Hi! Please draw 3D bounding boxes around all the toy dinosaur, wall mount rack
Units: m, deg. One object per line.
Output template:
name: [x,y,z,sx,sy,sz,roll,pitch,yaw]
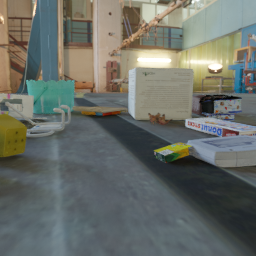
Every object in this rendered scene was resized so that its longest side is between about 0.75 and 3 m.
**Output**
toy dinosaur: [1.286,-0.309,11.430,1.064,0.456,0.721,16,20,1]
wall mount rack: [-3.307,-0.366,9.796,2.391,1.026,2.752,-1,8,-5]

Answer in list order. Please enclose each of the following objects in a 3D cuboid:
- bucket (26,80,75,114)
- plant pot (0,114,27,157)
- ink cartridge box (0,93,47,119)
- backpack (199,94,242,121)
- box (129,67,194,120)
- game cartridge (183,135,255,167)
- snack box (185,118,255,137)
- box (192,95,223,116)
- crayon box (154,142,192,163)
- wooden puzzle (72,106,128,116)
bucket: [-4.525,-1.904,16.585,2.915,1.896,2.915,0,9,0]
plant pot: [-2.844,0.214,6.364,0.817,0.927,0.927,12,9,22]
ink cartridge box: [-5.164,-0.936,12.050,2.996,1.009,1.755,2,0,-33]
backpack: [4.025,-0.843,11.943,1.557,1.259,1.634,-10,8,0]
box: [1.477,-1.707,13.761,2.768,2.371,2.755,1,9,-6]
game cartridge: [2.524,0.503,6.473,2.102,0.430,1.399,-4,6,-22]
snack box: [3.210,-0.006,9.594,1.078,0.365,3.000,-3,10,-19]
box: [4.320,-1.306,15.626,1.416,1.060,2.828,-1,11,-9]
crayon box: [1.034,0.547,6.374,0.767,0.195,0.487,-15,14,-22]
wooden puzzle: [-1.516,-0.954,15.529,2.194,0.442,2.372,6,7,36]
